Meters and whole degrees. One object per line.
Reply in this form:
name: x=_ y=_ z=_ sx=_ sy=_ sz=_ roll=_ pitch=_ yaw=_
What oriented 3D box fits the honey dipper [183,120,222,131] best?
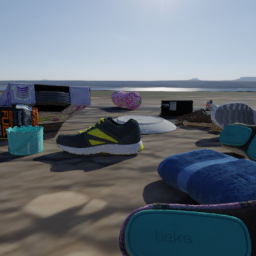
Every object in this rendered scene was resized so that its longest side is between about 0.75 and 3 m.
honey dipper: x=2.695 y=-0.114 z=10.085 sx=0.343 sy=0.343 sz=1.806 roll=-6 pitch=8 yaw=-34

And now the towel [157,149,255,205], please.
towel: x=1.341 y=0.721 z=4.054 sx=1.192 sy=0.518 sz=2.135 roll=-8 pitch=10 yaw=-19

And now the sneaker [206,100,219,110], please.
sneaker: x=5.135 y=-1.405 z=16.892 sx=1.232 sy=0.576 sz=0.434 roll=-8 pitch=12 yaw=-38

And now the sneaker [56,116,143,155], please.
sneaker: x=-0.670 y=0.143 z=6.684 sx=2.075 sy=0.878 sz=0.773 roll=0 pitch=9 yaw=2

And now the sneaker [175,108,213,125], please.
sneaker: x=2.717 y=-0.454 z=10.908 sx=1.764 sy=0.666 sz=0.621 roll=5 pitch=11 yaw=25

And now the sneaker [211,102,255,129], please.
sneaker: x=3.786 y=-0.216 z=9.325 sx=2.724 sy=1.018 sz=1.117 roll=5 pitch=-6 yaw=-24

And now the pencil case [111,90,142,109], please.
pencil case: x=-0.149 y=-1.830 z=17.714 sx=1.158 sy=1.158 sz=2.648 roll=-4 pitch=11 yaw=-22

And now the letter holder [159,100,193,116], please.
letter holder: x=2.387 y=-1.028 z=14.084 sx=1.542 sy=0.776 sz=1.096 roll=0 pitch=8 yaw=1

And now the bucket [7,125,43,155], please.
bucket: x=-2.468 y=0.284 z=6.756 sx=0.892 sy=0.581 sz=0.892 roll=0 pitch=9 yaw=0

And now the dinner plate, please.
dinner plate: x=0.463 y=-0.197 z=10.208 sx=2.583 sy=0.313 sz=2.583 roll=1 pitch=11 yaw=0

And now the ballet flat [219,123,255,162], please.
ballet flat: x=2.778 y=0.364 z=5.735 sx=0.917 sy=0.917 sz=2.639 roll=0 pitch=8 yaw=-3

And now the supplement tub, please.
supplement tub: x=-3.515 y=-0.178 z=8.228 sx=1.647 sy=1.009 sz=1.009 roll=-4 pitch=10 yaw=-20

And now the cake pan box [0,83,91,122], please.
cake pan box: x=-3.063 y=-0.843 z=10.037 sx=2.690 sy=0.764 sz=2.921 roll=-4 pitch=-9 yaw=-34

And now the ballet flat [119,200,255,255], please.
ballet flat: x=0.991 y=0.949 z=2.161 sx=2.111 sy=0.730 sz=0.751 roll=-3 pitch=-33 yaw=15
